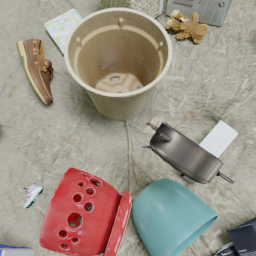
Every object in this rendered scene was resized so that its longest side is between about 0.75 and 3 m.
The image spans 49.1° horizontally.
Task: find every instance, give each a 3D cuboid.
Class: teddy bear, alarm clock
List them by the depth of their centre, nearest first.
[{"bbox_3d":[1.231,0.593,5.325,2.016,1.360,0.671,30,96,-12],"label":"alarm clock"},{"bbox_3d":[2.223,-3.857,10.647,1.587,0.530,1.151,11,84,3],"label":"teddy bear"}]

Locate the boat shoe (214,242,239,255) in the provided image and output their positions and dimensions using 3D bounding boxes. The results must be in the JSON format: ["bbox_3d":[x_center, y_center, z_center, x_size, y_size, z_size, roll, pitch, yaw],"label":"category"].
[{"bbox_3d":[2.391,3.793,7.365,2.542,0.862,0.912,-22,69,-10],"label":"boat shoe"}]

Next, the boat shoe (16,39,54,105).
[{"bbox_3d":[-3.069,-2.068,9.715,0.924,0.984,2.735,-23,67,-7],"label":"boat shoe"}]

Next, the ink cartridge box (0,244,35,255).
[{"bbox_3d":[-4.062,2.935,6.629,2.859,2.893,0.680,7,68,3],"label":"ink cartridge box"}]

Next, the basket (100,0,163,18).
[{"bbox_3d":[0.060,-5.059,10.401,1.693,2.105,2.086,-43,73,-9],"label":"basket"}]

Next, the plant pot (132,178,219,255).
[{"bbox_3d":[1.061,2.348,7.448,2.031,2.031,1.630,-35,60,-13],"label":"plant pot"}]

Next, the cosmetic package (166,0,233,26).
[{"bbox_3d":[2.946,-5.876,10.546,2.318,2.333,2.787,13,68,5],"label":"cosmetic package"}]

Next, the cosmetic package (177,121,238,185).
[{"bbox_3d":[2.411,0.766,8.561,0.713,0.978,1.925,39,74,14],"label":"cosmetic package"}]

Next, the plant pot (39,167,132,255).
[{"bbox_3d":[-0.997,2.294,7.326,1.934,2.124,2.124,16,69,3],"label":"plant pot"}]

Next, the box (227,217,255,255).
[{"bbox_3d":[3.740,3.126,7.302,1.569,0.937,1.595,-9,65,-33],"label":"box"}]

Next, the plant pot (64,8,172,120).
[{"bbox_3d":[-0.261,-1.619,8.637,2.880,2.636,2.880,0,68,0],"label":"plant pot"}]

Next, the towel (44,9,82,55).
[{"bbox_3d":[-2.240,-3.685,10.713,1.420,0.400,1.659,-32,71,-9],"label":"towel"}]

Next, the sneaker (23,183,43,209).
[{"bbox_3d":[-2.993,2.000,8.444,0.531,0.295,0.759,30,62,13],"label":"sneaker"}]
